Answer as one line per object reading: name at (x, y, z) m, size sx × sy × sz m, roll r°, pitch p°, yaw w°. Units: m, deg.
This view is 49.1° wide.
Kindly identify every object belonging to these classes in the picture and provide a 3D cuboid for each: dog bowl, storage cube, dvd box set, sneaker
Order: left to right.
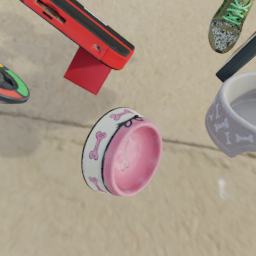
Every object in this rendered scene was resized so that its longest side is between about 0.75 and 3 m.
storage cube at (-0.993, -1.582, 7.297) m, size 0.964 × 1.072 × 0.917 m, roll 28°, pitch 19°, yaw -15°
dog bowl at (-0.018, 0.546, 5.651) m, size 0.684 × 1.855 × 1.855 m, roll 18°, pitch 55°, yaw 38°
sneaker at (2.529, -2.849, 6.502) m, size 0.853 × 0.983 × 2.218 m, roll 22°, pitch 100°, yaw 6°
dvd box set at (3.195, -2.154, 7.064) m, size 0.354 × 1.764 × 2.411 m, roll 45°, pitch 41°, yaw 2°
dog bowl at (3.019, -0.260, 5.726) m, size 2.708 × 0.794 × 2.708 m, roll -1°, pitch 42°, yaw 1°

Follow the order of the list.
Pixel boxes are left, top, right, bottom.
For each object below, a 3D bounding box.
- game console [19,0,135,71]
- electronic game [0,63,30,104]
game console at (-1.057, -2.427, 6.494) m, size 2.725 × 0.423 × 2.410 m, roll 37°, pitch 21°, yaw -8°
electronic game at (-3.223, -1.253, 6.284) m, size 2.185 × 2.185 × 0.455 m, roll 43°, pitch 103°, yaw 25°
